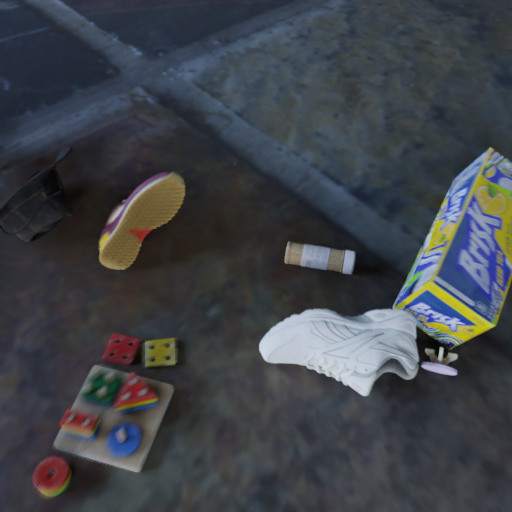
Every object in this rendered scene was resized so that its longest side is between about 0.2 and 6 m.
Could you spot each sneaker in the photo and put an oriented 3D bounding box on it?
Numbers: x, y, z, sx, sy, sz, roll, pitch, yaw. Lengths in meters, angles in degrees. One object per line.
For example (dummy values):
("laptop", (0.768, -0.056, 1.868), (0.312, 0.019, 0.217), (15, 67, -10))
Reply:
("sneaker", (-2.383, -0.904, 11.219), (2.486, 0.932, 1.120), (-44, 39, 21))
("sneaker", (1.506, 1.723, 9.722), (2.868, 1.117, 1.425), (-5, 56, -1))

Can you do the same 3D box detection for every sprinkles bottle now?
("sprinkles bottle", (1.306, 0.038, 11.486), (1.396, 0.476, 0.476), (9, 51, 8))

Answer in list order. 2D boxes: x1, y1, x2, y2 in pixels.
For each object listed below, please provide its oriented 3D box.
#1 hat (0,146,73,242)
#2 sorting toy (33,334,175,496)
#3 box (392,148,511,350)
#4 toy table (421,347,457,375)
("hat", (-4.526, -1.060, 11.769), (1.150, 2.851, 2.851), (47, 53, -19))
("sorting toy", (-2.345, 2.508, 9.397), (1.522, 0.534, 3.157), (12, 51, 10))
("box", (4.215, -0.248, 10.948), (1.421, 1.304, 4.057), (35, 57, 1))
("toy table", (3.280, 1.875, 9.972), (0.599, 0.550, 0.351), (14, 68, 10))
